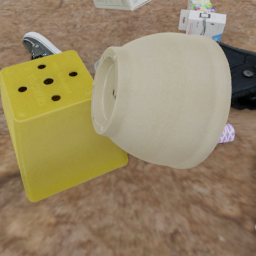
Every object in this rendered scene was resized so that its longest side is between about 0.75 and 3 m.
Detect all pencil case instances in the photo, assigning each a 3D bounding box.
[{"bbox_3d":[2.485,0.198,8.323,1.328,0.557,0.568,-6,21,-7],"label":"pencil case"}]

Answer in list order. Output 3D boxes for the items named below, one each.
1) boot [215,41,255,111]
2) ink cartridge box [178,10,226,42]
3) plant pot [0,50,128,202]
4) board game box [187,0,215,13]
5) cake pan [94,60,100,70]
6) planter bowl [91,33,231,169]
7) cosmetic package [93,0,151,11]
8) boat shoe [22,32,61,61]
[{"bbox_3d":[3.382,-1.803,9.561,2.915,1.113,2.449,10,47,0],"label":"boot"},{"bbox_3d":[2.991,-4.177,11.559,1.807,1.047,0.603,11,58,9],"label":"ink cartridge box"},{"bbox_3d":[-1.828,-0.302,7.439,2.871,2.532,2.871,-20,54,-17],"label":"plant pot"},{"bbox_3d":[3.255,-5.262,12.620,0.795,0.810,1.544,-3,50,-3],"label":"board game box"},{"bbox_3d":[0.167,-1.787,9.383,2.584,0.474,2.584,5,34,-3],"label":"cake pan"},{"bbox_3d":[0.349,-0.616,5.501,1.841,2.735,2.735,6,47,-23],"label":"planter bowl"},{"bbox_3d":[-0.337,-4.140,7.861,0.925,1.310,2.530,-33,35,-13],"label":"cosmetic package"},{"bbox_3d":[-3.103,-2.649,10.384,2.898,0.995,0.820,36,60,24],"label":"boat shoe"}]
